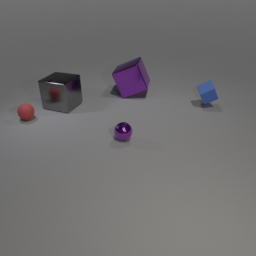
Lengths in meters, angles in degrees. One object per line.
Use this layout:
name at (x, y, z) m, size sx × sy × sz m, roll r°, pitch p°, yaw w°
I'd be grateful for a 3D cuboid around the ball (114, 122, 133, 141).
ball at (-0.180, 0.123, 10.565) m, size 0.700 × 0.700 × 0.700 m, roll 0°, pitch 29°, yaw 0°

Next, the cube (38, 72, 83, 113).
cube at (-3.120, -1.699, 13.126) m, size 1.400 × 1.400 × 1.400 m, roll 10°, pitch 31°, yaw 19°

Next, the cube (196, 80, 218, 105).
cube at (3.686, -1.653, 13.009) m, size 0.700 × 0.700 × 0.700 m, roll -22°, pitch 41°, yaw 16°

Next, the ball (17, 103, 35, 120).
ball at (-4.379, -0.711, 12.019) m, size 0.700 × 0.700 × 0.700 m, roll 0°, pitch 29°, yaw 0°

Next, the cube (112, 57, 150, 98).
cube at (0.192, -2.586, 14.321) m, size 1.400 × 1.400 × 1.400 m, roll -17°, pitch 24°, yaw 19°
